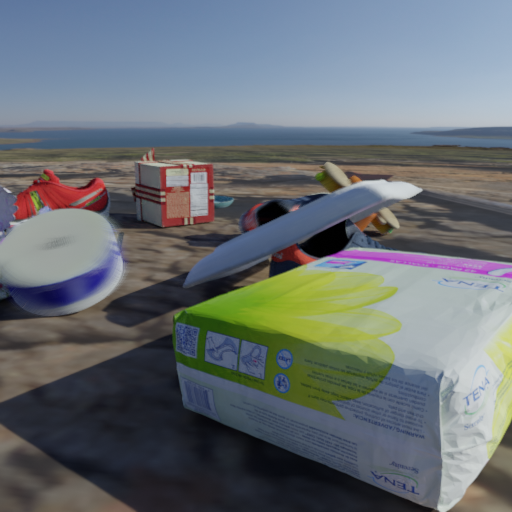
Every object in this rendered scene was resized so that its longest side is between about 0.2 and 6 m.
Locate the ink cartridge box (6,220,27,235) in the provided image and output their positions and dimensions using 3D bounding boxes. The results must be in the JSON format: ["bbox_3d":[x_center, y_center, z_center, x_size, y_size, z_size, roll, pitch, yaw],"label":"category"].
[{"bbox_3d":[-4.800,-0.523,11.967,0.668,0.384,0.920,1,14,3],"label":"ink cartridge box"}]

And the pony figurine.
[{"bbox_3d":[-3.955,-0.288,9.278,1.743,1.504,1.806,-37,1,25],"label":"pony figurine"}]

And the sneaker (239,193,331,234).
[{"bbox_3d":[0.855,-0.845,11.736,2.373,0.890,1.003,-16,-4,-13],"label":"sneaker"}]

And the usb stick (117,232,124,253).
[{"bbox_3d":[-2.614,-0.218,10.685,0.088,0.542,0.150,26,-42,-31],"label":"usb stick"}]

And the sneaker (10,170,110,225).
[{"bbox_3d":[-5.161,-1.385,13.413,3.188,1.354,1.228,-6,15,-21],"label":"sneaker"}]

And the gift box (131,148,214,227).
[{"bbox_3d":[-2.040,-1.745,14.050,1.701,1.843,1.721,-4,12,-35],"label":"gift box"}]

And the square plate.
[{"bbox_3d":[0.798,-0.450,8.435,3.079,0.442,3.108,-24,-2,25],"label":"square plate"}]

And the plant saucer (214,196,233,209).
[{"bbox_3d":[-1.467,-1.582,16.607,1.601,0.219,1.601,0,13,0],"label":"plant saucer"}]

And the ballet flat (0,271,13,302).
[{"bbox_3d":[-3.689,0.348,8.026,0.708,0.598,1.871,5,14,28],"label":"ballet flat"}]

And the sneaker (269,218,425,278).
[{"bbox_3d":[1.534,-0.030,8.224,2.919,1.234,1.094,-7,16,-28],"label":"sneaker"}]

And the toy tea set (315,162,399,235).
[{"bbox_3d":[2.178,-0.967,12.448,2.806,1.038,1.668,12,41,-52],"label":"toy tea set"}]

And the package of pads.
[{"bbox_3d":[1.217,0.785,5.232,2.491,1.100,3.224,9,17,37],"label":"package of pads"}]

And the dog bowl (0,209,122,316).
[{"bbox_3d":[-2.684,0.051,7.737,1.555,0.612,1.555,-1,43,1],"label":"dog bowl"}]
